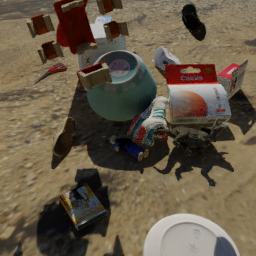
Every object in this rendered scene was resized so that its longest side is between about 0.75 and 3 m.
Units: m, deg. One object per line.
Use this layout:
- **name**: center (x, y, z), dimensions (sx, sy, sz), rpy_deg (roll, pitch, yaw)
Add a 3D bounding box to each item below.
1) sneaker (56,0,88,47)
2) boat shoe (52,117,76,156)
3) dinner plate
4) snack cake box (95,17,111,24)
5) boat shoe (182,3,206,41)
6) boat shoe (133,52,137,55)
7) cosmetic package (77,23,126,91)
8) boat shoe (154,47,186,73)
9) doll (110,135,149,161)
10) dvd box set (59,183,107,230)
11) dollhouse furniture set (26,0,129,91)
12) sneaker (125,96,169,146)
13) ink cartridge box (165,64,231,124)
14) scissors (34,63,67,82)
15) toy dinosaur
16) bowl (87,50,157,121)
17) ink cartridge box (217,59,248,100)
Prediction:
- **sneaker**: center (-2.057, -3.813, 9.790), dimensions (0.820, 2.092, 1.208), rpy_deg (23, 1, -32)
- **boat shoe**: center (-2.281, 0.336, 9.714), dimensions (0.531, 0.587, 1.647), rpy_deg (-22, 35, 31)
- **dinner plate**: center (1.487, 2.875, 6.509), dimensions (2.245, 0.272, 2.245), rpy_deg (1, 36, -1)
- **snack cake box**: center (-1.467, -5.243, 16.188), dimensions (0.933, 1.598, 2.778), rpy_deg (0, 37, 0)
- **boat shoe**: center (1.958, -3.036, 8.325), dimensions (0.517, 1.414, 0.443), rpy_deg (-4, 65, 31)
- **boat shoe**: center (0.327, -3.766, 15.181), dimensions (0.464, 0.453, 1.226), rpy_deg (-2, 37, -3)
- **cosmetic package**: center (-1.264, -3.330, 12.941), dimensions (2.023, 2.418, 2.011), rpy_deg (-10, 38, -11)
- **boat shoe**: center (2.186, -3.374, 14.456), dimensions (0.918, 0.933, 2.630), rpy_deg (14, 26, -28)
- **doll**: center (-0.055, 0.603, 9.413), dimensions (1.456, 0.353, 0.993), rpy_deg (27, 35, 33)
- **dvd box set**: center (-1.240, 2.090, 7.598), dimensions (0.869, 0.175, 1.188), rpy_deg (-22, 42, -25)
- **dollhouse furniture set**: center (-1.441, -2.644, 8.780), dimensions (2.720, 2.691, 1.401), rpy_deg (-23, 32, -11)
- **sneaker**: center (1.026, -0.211, 10.277), dimensions (1.217, 0.917, 2.603), rpy_deg (36, 43, 12)
- **ink cartridge box**: center (2.683, -1.522, 11.011), dimensions (2.227, 0.688, 2.746), rpy_deg (-2, 70, -3)
- **scissors**: center (-4.059, -2.828, 14.227), dimensions (0.827, 0.157, 2.260), rpy_deg (28, 46, 29)
- **toy dinosaur**: center (2.082, 0.362, 9.499), dimensions (2.550, 0.981, 1.304), rpy_deg (-1, 25, 7)
- **bowl**: center (-0.341, -1.885, 10.924), dimensions (2.900, 1.517, 2.900), rpy_deg (-3, 61, 5)
- **ink cartridge box**: center (4.457, -2.169, 12.211), dimensions (0.696, 1.457, 1.660), rpy_deg (27, 44, 31)
